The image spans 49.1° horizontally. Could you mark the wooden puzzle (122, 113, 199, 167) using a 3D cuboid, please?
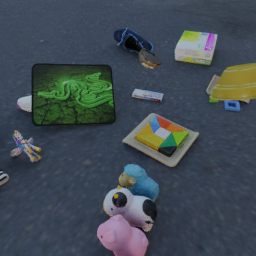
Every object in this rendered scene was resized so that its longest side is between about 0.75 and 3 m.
[{"bbox_3d":[1.018,0.243,8.580,1.846,0.344,1.707,24,46,26],"label":"wooden puzzle"}]

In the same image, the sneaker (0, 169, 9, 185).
[{"bbox_3d":[-3.629,1.394,7.248,0.511,0.334,0.913,26,38,33],"label":"sneaker"}]

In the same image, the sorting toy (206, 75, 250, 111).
[{"bbox_3d":[3.981,-1.628,10.797,1.590,0.385,2.824,18,43,20],"label":"sorting toy"}]

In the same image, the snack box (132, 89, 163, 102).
[{"bbox_3d":[0.741,-1.230,10.515,1.110,0.135,0.399,12,41,14],"label":"snack box"}]

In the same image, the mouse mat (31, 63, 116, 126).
[{"bbox_3d":[-1.793,-1.138,9.279,2.698,0.102,2.171,-2,76,-14],"label":"mouse mat"}]

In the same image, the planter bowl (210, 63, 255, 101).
[{"bbox_3d":[2.217,-0.926,5.362,1.315,0.548,1.315,-9,14,2],"label":"planter bowl"}]

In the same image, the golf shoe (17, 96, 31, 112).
[{"bbox_3d":[-2.816,-1.099,9.727,2.121,0.971,0.799,-4,41,-2],"label":"golf shoe"}]

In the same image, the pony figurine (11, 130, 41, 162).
[{"bbox_3d":[-2.866,0.556,7.918,0.925,0.892,0.770,39,53,13],"label":"pony figurine"}]

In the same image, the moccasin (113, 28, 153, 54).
[{"bbox_3d":[0.111,-4.189,13.362,2.425,0.976,0.827,31,33,33],"label":"moccasin"}]

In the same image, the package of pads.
[{"bbox_3d":[3.196,-3.830,13.160,1.701,0.751,2.202,12,41,14],"label":"package of pads"}]

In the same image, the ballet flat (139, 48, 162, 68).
[{"bbox_3d":[0.544,-1.922,7.955,0.631,0.434,1.874,28,19,-14],"label":"ballet flat"}]

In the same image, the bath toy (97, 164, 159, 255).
[{"bbox_3d":[-0.065,2.105,5.807,1.226,1.042,2.820,7,41,9],"label":"bath toy"}]
